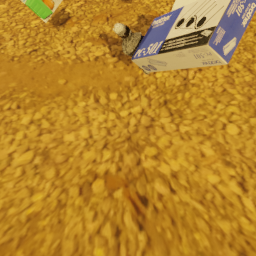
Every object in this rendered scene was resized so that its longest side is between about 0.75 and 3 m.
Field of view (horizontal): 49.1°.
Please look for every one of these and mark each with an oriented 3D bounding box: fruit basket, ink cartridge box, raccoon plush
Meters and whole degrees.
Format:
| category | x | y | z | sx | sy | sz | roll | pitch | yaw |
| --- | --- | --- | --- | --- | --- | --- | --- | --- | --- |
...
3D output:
| category | x | y | z | sx | sy | sz | roll | pitch | yaw |
| --- | --- | --- | --- | --- | --- | --- | --- | --- | --- |
| fruit basket | -2.304 | -3.649 | 7.713 | 0.515 | 1.018 | 1.099 | 31 | 89 | 30 |
| ink cartridge box | 1.231 | -1.986 | 6.104 | 1.335 | 0.628 | 2.839 | -61 | 26 | -6 |
| raccoon plush | 0.207 | -2.059 | 7.620 | 1.555 | 0.753 | 1.042 | 4 | 49 | -50 |

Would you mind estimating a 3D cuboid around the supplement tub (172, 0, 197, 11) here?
| category | x | y | z | sx | sy | sz | roll | pitch | yaw |
| --- | --- | --- | --- | --- | --- | --- | --- | --- | --- |
| supplement tub | 2.360 | -3.342 | 8.459 | 1.812 | 1.311 | 1.311 | 12 | 39 | -28 |
